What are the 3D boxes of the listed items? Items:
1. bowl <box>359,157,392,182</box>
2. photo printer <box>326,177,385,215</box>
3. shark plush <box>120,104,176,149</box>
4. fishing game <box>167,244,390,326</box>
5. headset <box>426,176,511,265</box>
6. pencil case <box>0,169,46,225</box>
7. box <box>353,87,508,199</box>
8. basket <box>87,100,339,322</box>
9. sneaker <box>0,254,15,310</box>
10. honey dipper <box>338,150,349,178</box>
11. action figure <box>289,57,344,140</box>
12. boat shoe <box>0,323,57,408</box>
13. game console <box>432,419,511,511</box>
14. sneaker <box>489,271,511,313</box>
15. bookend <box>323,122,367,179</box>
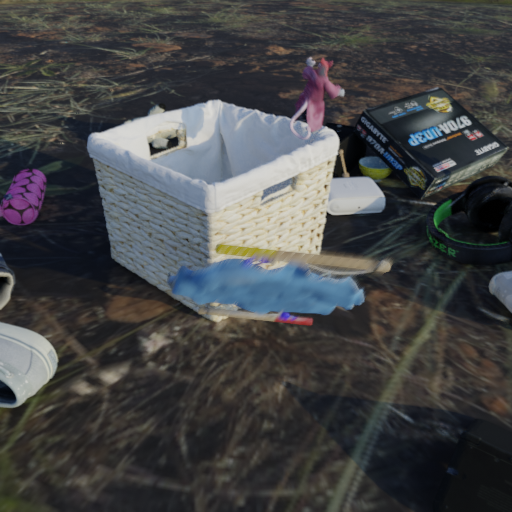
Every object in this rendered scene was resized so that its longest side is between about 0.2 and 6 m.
[{"bbox_3d":[2.921,-2.073,13.705,0.838,0.451,0.838,0,30,0],"label":"bowl"},{"bbox_3d":[2.019,-1.344,12.473,1.389,0.483,1.156,-4,32,-7],"label":"photo printer"},{"bbox_3d":[-3.323,-3.383,15.964,2.636,1.198,1.098,-19,10,7],"label":"shark plush"},{"bbox_3d":[0.099,0.342,6.971,2.429,3.392,0.527,5,73,-3],"label":"fishing game"},{"bbox_3d":[4.944,-0.989,10.867,3.318,1.559,2.049,-19,36,-10],"label":"headset"},{"bbox_3d":[-5.094,-1.323,12.248,0.782,0.758,1.670,-13,30,-3],"label":"pencil case"},{"bbox_3d":[4.320,-2.886,13.853,3.150,0.725,2.504,-23,64,-33],"label":"box"},{"bbox_3d":[-0.683,-0.987,9.907,3.166,2.546,3.138,25,39,36],"label":"basket"},{"bbox_3d":[-5.024,0.529,9.100,2.087,0.793,1.508,-21,34,-32],"label":"sneaker"},{"bbox_3d":[2.018,-2.069,12.923,0.164,0.862,0.164,-11,41,10],"label":"honey dipper"},{"bbox_3d":[0.871,-2.587,8.832,0.796,1.189,0.885,36,51,17],"label":"action figure"},{"bbox_3d":[-4.245,1.358,7.511,2.970,1.036,1.058,9,28,9],"label":"boat shoe"},{"bbox_3d":[3.022,2.675,6.199,1.691,0.984,1.488,20,67,30],"label":"game console"},{"bbox_3d":[5.260,0.275,9.284,3.077,1.153,1.333,-11,28,-18],"label":"sneaker"},{"bbox_3d":[1.479,-2.888,14.488,2.226,1.032,2.240,17,35,25],"label":"bookend"}]
